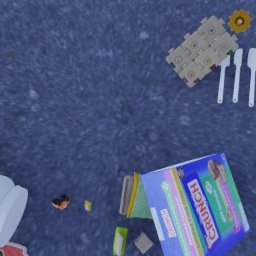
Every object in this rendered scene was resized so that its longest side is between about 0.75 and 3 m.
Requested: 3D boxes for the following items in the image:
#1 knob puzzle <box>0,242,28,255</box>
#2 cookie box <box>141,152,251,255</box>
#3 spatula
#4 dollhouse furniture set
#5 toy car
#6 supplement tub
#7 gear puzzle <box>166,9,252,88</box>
[{"bbox_3d":[-3.472,3.802,7.341,2.095,0.291,2.095,13,49,-16],"label":"knob puzzle"},{"bbox_3d":[1.792,1.940,7.033,2.649,0.995,2.266,-7,77,-46],"label":"cookie box"},{"bbox_3d":[3.424,-1.620,8.659,1.332,0.154,1.916,8,78,2],"label":"spatula"},{"bbox_3d":[0.471,2.748,7.499,1.489,1.150,2.980,10,81,-8],"label":"dollhouse furniture set"},{"bbox_3d":[-1.625,2.242,7.955,1.088,0.534,0.362,12,112,23],"label":"toy car"},{"bbox_3d":[-4.168,1.956,7.344,2.514,1.823,1.823,18,81,-1],"label":"supplement tub"},{"bbox_3d":[2.427,-2.511,8.299,2.591,0.339,1.342,-41,101,18],"label":"gear puzzle"}]
